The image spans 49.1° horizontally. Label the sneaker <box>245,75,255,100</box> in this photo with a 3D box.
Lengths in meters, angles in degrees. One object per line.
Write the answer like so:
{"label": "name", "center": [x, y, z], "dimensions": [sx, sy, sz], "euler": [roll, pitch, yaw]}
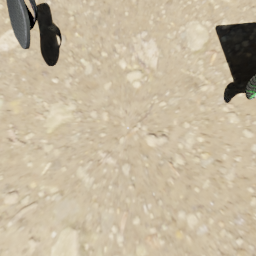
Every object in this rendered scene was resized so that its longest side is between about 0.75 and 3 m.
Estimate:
{"label": "sneaker", "center": [3.363, -1.097, 6.585], "dimensions": [1.289, 0.503, 0.549], "euler": [-41, 119, 20]}

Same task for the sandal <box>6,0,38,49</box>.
{"label": "sandal", "center": [-2.415, -2.952, 6.344], "dimensions": [0.543, 0.853, 2.268], "euler": [-14, 94, -34]}
